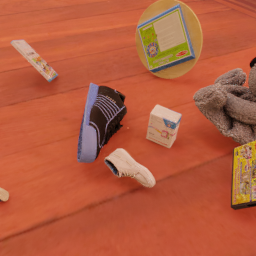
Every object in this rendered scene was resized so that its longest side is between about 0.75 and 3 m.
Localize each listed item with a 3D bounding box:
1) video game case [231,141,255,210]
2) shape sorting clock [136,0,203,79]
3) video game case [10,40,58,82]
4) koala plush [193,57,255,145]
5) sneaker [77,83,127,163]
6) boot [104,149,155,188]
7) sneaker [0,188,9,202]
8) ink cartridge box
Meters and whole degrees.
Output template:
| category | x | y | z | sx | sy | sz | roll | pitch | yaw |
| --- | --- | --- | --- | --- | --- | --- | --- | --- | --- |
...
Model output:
| category | x | y | z | sx | sy | sz | roll | pitch | yaw |
| --- | --- | --- | --- | --- | --- | --- | --- | --- | --- |
| video game case | 2.734 | 0.856 | 5.728 | 0.190 | 1.349 | 1.492 | 33 | 52 | -20 |
| shape sorting clock | 1.338 | -2.983 | 9.582 | 2.596 | 2.596 | 0.509 | 30 | 34 | 30 |
| video game case | -3.104 | -2.289 | 9.458 | 0.147 | 1.655 | 1.184 | -41 | 16 | 10 |
| koala plush | 3.382 | -0.862 | 6.780 | 2.241 | 2.439 | 2.163 | 51 | 43 | 7 |
| sneaker | -0.600 | -0.208 | 7.279 | 1.156 | 1.041 | 2.968 | 12 | 39 | -9 |
| boot | 0.006 | 0.987 | 6.217 | 1.195 | 0.439 | 0.571 | 39 | 44 | 21 |
| sneaker | -2.915 | 1.334 | 5.965 | 0.333 | 0.788 | 0.295 | -18 | 36 | 11 |
| ink cartridge box | 0.922 | -0.021 | 7.317 | 0.712 | 0.985 | 0.417 | 23 | 50 | 17 |
